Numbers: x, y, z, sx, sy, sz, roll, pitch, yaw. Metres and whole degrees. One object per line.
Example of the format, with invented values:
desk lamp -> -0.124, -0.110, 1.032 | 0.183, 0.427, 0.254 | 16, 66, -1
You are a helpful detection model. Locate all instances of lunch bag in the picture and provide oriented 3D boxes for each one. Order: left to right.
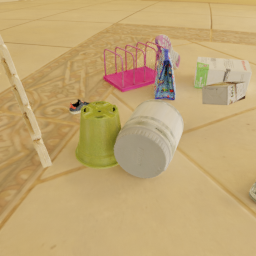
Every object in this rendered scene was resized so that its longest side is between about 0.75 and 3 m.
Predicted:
lunch bag -> 1.745, -2.561, 12.805 | 0.985, 2.095, 1.577 | 3, 33, 4

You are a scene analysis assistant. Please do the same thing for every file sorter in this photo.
file sorter -> 0.366, -3.259, 14.225 | 2.768, 1.736, 1.923 | -19, 37, -27

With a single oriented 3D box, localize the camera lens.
camera lens -> 0.696, 0.257, 8.748 | 1.760, 1.760, 2.200 | 12, 35, 17

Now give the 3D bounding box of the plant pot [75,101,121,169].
plant pot -> -0.876, 0.104, 9.092 | 1.808, 1.662, 1.808 | 1, 33, 0

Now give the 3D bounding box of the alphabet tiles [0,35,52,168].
alphabet tiles -> -2.277, -0.485, 6.069 | 0.209, 2.867, 2.804 | -21, 0, -19

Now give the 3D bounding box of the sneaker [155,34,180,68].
sneaker -> 1.952, -4.113, 15.446 | 1.122, 2.539, 1.021 | 5, 71, 33

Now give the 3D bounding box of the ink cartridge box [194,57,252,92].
ink cartridge box -> 4.662, -2.717, 13.999 | 2.513, 1.056, 1.828 | 7, 34, 11

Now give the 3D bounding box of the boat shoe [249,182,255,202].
boat shoe -> 4.434, 1.413, 7.885 | 2.371, 0.760, 0.874 | -15, 36, -21

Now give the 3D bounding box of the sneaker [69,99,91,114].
sneaker -> -1.856, -0.979, 11.803 | 1.268, 0.536, 0.475 | -17, 36, -25

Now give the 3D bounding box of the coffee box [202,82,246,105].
coffee box -> 3.350, -1.221, 9.699 | 0.907, 0.640, 1.604 | 8, 18, 42
